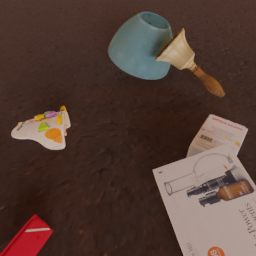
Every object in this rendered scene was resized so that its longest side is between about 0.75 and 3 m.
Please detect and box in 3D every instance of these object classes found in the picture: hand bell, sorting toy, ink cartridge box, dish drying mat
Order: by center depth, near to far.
[{"bbox_3d":[-1.951,2.264,5.081,0.538,0.128,1.401,49,38,-11],"label":"dish drying mat"},{"bbox_3d":[2.248,0.418,7.057,1.038,0.602,1.434,24,47,21],"label":"ink cartridge box"},{"bbox_3d":[-2.211,-0.030,7.125,1.286,0.763,1.429,-7,22,-4],"label":"sorting toy"},{"bbox_3d":[2.061,-1.733,8.485,2.328,1.212,1.212,41,46,-9],"label":"hand bell"}]

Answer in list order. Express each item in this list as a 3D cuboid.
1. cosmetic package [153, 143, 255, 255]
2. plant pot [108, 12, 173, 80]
[{"bbox_3d":[1.650,1.557,5.379,1.732,0.593,2.297,-21,48,2],"label":"cosmetic package"},{"bbox_3d":[0.642,-3.033,9.716,2.330,1.569,2.330,13,44,-13],"label":"plant pot"}]
